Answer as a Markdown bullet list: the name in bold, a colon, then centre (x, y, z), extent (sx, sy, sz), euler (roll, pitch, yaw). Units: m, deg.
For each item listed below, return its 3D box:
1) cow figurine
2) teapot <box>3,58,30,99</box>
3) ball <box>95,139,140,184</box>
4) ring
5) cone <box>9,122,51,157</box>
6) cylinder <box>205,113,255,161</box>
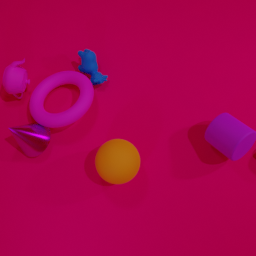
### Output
- **cow figurine**: centre (-1.109, -1.898, 8.828), extent (1.054, 1.071, 0.588), euler (30, 43, 33)
- **teapot**: centre (-3.324, -1.493, 8.438), extent (0.715, 1.461, 0.908), euler (9, 39, -10)
- **ball**: centre (-0.287, 0.936, 7.849), extent (1.256, 1.256, 1.256), euler (0, 75, 0)
- **ring**: centre (-2.019, -0.910, 8.486), extent (2.038, 0.408, 2.038), euler (-7, 58, 11)
- **cone**: centre (-2.986, 0.169, 7.969), extent (1.097, 1.102, 1.097), euler (-8, 69, 21)
- **cylinder**: centre (2.906, 0.242, 7.978), extent (1.014, 1.014, 1.014), euler (-38, 52, -10)
